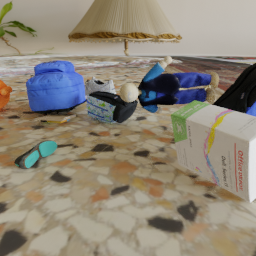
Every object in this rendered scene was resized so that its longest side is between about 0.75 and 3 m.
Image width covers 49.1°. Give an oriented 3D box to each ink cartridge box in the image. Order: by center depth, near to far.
[{"bbox_3d":[2.323,0.518,6.382,0.933,1.624,2.773,-28,30,-25],"label":"ink cartridge box"}]

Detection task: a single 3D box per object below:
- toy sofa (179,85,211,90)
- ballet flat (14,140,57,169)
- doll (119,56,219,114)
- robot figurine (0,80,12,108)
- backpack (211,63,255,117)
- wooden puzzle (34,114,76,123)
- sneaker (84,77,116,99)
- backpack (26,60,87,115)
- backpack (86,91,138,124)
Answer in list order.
[{"bbox_3d":[3.467,-1.816,15.018,1.866,0.911,0.773,-2,-6,-6],"label":"toy sofa"},{"bbox_3d":[-2.625,0.689,7.909,0.500,0.497,1.461,0,17,23],"label":"ballet flat"},{"bbox_3d":[1.065,-1.096,7.620,2.620,1.787,0.635,-5,40,-6],"label":"doll"},{"bbox_3d":[-6.305,-1.409,12.505,1.854,1.503,2.578,20,17,-6],"label":"robot figurine"},{"bbox_3d":[3.692,-0.768,7.806,1.755,2.091,1.699,39,1,-24],"label":"backpack"},{"bbox_3d":[-2.876,-0.360,11.174,1.313,0.244,1.214,-1,9,14],"label":"wooden puzzle"},{"bbox_3d":[-1.972,-2.209,15.176,2.979,1.221,1.113,7,20,20],"label":"sneaker"},{"bbox_3d":[-3.282,-1.769,12.336,2.194,2.265,2.700,-9,18,9],"label":"backpack"},{"bbox_3d":[-0.817,-0.868,11.365,1.900,1.461,1.550,31,32,17],"label":"backpack"}]
